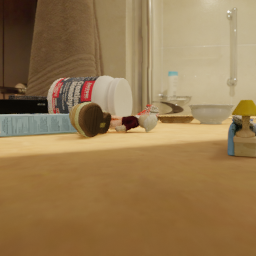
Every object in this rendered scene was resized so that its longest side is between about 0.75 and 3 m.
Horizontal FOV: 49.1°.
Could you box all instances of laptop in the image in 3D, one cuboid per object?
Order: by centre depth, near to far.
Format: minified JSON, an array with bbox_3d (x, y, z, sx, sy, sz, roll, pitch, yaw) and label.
[{"bbox_3d":[-3.909,-0.519,10.580,1.815,1.058,2.049,0,3,-13],"label":"laptop"}]

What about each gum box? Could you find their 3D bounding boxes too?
[{"bbox_3d":[-2.852,-0.126,8.071,2.507,0.559,2.130,-3,4,-38],"label":"gum box"}]

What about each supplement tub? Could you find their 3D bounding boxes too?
[{"bbox_3d":[-1.397,-0.954,10.445,2.728,1.914,1.914,1,3,22],"label":"supplement tub"}]

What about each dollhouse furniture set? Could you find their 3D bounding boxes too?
[{"bbox_3d":[2.873,-0.427,4.236,2.335,1.614,2.473,2,4,29],"label":"dollhouse furniture set"}]

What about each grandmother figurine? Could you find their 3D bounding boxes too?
[{"bbox_3d":[-0.152,-0.169,8.440,2.070,0.627,1.255,-2,27,6],"label":"grandmother figurine"}]

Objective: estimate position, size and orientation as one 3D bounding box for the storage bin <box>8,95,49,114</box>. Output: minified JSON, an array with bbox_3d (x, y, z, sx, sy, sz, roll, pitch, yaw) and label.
[{"bbox_3d":[-4.161,-0.792,12.716,2.222,1.042,1.502,2,-7,7],"label":"storage bin"}]

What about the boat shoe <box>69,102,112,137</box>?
[{"bbox_3d":[-1.115,-0.220,7.130,0.885,0.832,2.323,15,-4,10],"label":"boat shoe"}]

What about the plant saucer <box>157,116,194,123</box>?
[{"bbox_3d":[2.646,-0.473,15.467,2.144,0.380,2.144,0,3,0],"label":"plant saucer"}]

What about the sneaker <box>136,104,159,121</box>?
[{"bbox_3d":[1.037,-0.959,17.774,2.009,1.077,0.671,-1,4,-21],"label":"sneaker"}]

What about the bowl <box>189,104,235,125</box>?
[{"bbox_3d":[4.104,-0.675,13.845,2.172,0.976,2.172,-1,4,0],"label":"bowl"}]

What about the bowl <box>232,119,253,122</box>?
[{"bbox_3d":[6.441,-0.407,15.765,1.120,0.220,1.120,0,4,0],"label":"bowl"}]
